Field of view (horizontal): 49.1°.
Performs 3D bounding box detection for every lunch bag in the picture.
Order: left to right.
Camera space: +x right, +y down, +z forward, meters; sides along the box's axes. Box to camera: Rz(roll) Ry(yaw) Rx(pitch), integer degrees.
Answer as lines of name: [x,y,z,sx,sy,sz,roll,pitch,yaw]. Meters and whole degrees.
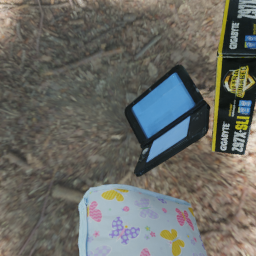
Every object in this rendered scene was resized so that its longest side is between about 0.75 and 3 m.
lunch bag: [0.172,2.146,4.887,2.262,1.438,1.918,22,33,-26]

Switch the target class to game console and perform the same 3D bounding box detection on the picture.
game console: [0.532,-0.134,4.853,0.901,1.547,1.361,45,33,-11]

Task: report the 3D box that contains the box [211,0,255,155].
box: [2.031,-1.235,5.185,0.673,2.179,2.728,7,52,18]
